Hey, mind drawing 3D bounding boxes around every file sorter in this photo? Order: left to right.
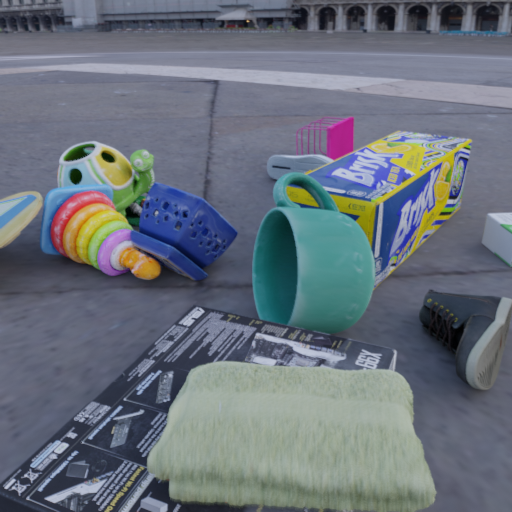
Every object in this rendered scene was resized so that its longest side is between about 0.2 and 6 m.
[{"bbox_3d":[1.713,-2.814,13.941,0.958,1.061,1.527,10,27,28],"label":"file sorter"}]

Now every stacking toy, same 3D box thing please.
[{"bbox_3d":[-2.154,-0.168,8.350,2.096,1.150,1.217,30,28,30],"label":"stacking toy"}]

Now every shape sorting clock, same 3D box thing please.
[{"bbox_3d":[-4.198,-0.215,8.206,2.403,0.471,2.403,-19,26,10],"label":"shape sorting clock"}]

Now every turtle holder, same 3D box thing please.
[{"bbox_3d":[-2.652,-1.290,9.678,1.699,1.207,1.291,12,50,34],"label":"turtle holder"}]

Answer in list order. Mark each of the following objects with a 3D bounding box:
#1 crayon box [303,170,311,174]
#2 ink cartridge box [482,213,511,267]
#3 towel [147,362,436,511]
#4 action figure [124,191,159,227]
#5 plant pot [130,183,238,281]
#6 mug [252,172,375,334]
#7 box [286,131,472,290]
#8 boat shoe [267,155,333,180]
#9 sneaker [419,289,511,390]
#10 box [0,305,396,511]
[{"bbox_3d":[1.080,-1.413,11.307,0.487,0.200,0.775,-33,67,-25],"label":"crayon box"},{"bbox_3d":[4.508,-0.290,8.969,1.342,0.564,0.979,-3,25,-6],"label":"ink cartridge box"},{"bbox_3d":[0.266,1.233,4.076,1.862,0.340,1.382,4,23,5],"label":"towel"},{"bbox_3d":[-2.219,-0.942,10.422,2.224,0.608,1.314,12,29,22],"label":"action figure"},{"bbox_3d":[-1.104,-0.306,8.224,1.101,1.101,0.990,20,76,36],"label":"plant pot"},{"bbox_3d":[0.748,0.050,6.702,1.133,1.833,1.506,1,22,-20],"label":"mug"},{"bbox_3d":[2.200,-0.988,9.487,1.542,1.415,4.402,16,30,31],"label":"box"},{"bbox_3d":[1.195,-1.870,12.206,0.682,0.791,2.198,-13,26,-41],"label":"boat shoe"},{"bbox_3d":[2.263,0.907,6.366,0.994,0.700,1.872,9,16,29],"label":"sneaker"},{"bbox_3d":[-0.233,1.546,4.761,2.280,0.719,2.891,10,26,21],"label":"box"}]
